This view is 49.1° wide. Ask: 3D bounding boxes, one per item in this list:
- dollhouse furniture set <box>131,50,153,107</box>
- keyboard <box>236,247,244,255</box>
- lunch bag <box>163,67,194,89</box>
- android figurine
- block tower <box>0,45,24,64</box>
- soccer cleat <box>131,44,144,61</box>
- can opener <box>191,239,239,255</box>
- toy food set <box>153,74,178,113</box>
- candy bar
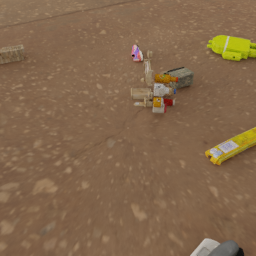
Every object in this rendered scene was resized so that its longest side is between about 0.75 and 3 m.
[{"bbox_3d":[0.522,-1.866,10.661,0.818,1.675,1.428,-1,41,-1],"label":"dollhouse furniture set"},{"bbox_3d":[2.284,3.020,6.063,0.607,0.098,0.955,9,39,0],"label":"keyboard"},{"bbox_3d":[2.114,-2.207,11.883,0.907,0.650,1.106,-17,37,-18],"label":"lunch bag"},{"bbox_3d":[5.321,-4.119,14.253,2.497,0.513,2.273,13,42,14],"label":"android figurine"},{"bbox_3d":[-6.047,-3.460,13.419,2.123,0.614,0.573,-16,42,-16],"label":"block tower"},{"bbox_3d":[0.358,-3.715,13.835,0.510,0.475,1.393,-14,43,-6],"label":"soccer cleat"},{"bbox_3d":[1.128,3.105,5.437,2.672,0.888,0.703,-35,51,-28],"label":"can opener"},{"bbox_3d":[1.407,-1.219,10.428,0.897,0.952,1.994,4,36,4],"label":"toy food set"},{"bbox_3d":[3.592,0.486,8.922,2.659,0.295,0.663,-22,45,-23],"label":"candy bar"}]
